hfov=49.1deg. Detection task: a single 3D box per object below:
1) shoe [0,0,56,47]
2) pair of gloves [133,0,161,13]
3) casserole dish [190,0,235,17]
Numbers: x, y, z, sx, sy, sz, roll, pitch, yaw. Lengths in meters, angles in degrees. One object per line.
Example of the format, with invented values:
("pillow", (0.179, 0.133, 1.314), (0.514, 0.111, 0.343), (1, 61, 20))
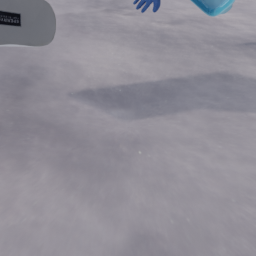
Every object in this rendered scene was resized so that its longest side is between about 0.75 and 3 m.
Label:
("shoe", (-2.368, -1.621, 3.859), (1.302, 1.023, 2.863), (11, 15, 20))
("pair of gloves", (0.408, -5.161, 9.797), (0.267, 2.345, 1.885), (-54, 17, -25))
("casserole dish", (1.984, -3.341, 6.835), (1.397, 0.846, 0.271), (30, 54, -23))
